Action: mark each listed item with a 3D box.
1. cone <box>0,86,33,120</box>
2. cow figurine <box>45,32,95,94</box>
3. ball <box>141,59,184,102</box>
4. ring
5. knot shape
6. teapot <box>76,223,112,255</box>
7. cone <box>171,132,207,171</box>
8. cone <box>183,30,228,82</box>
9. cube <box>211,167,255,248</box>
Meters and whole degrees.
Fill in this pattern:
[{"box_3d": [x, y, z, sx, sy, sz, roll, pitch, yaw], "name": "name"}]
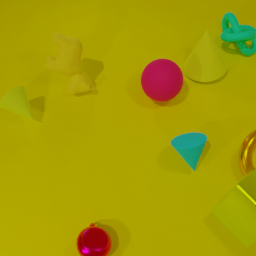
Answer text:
[{"box_3d": [-3.046, -0.573, 8.090, 0.903, 0.903, 0.906, -42, 86, -22], "name": "cone"}, {"box_3d": [-1.651, -1.908, 8.541, 1.660, 1.687, 0.926, 16, 23, -19], "name": "cow figurine"}, {"box_3d": [1.005, -1.412, 8.301, 1.256, 1.256, 1.256, 0, 59, 0], "name": "ball"}, {"box_3d": [3.674, 0.793, 7.312, 1.663, 0.333, 1.663, 0, 87, -9], "name": "ring"}, {"box_3d": [3.773, -3.181, 9.553, 1.685, 0.779, 1.577, 41, 35, 5], "name": "knot shape"}, {"box_3d": [-0.791, 2.721, 6.360, 0.798, 0.629, 1.284, 7, 37, -16], "name": "teapot"}, {"box_3d": [1.647, 0.719, 7.262, 0.922, 0.925, 0.922, -13, 19, 4], "name": "cone"}, {"box_3d": [2.459, -2.467, 8.839, 1.426, 1.432, 1.426, -6, 53, 8], "name": "cone"}, {"box_3d": [2.841, 1.794, 6.430, 1.103, 1.103, 1.103, -21, 57, -41], "name": "cube"}]
